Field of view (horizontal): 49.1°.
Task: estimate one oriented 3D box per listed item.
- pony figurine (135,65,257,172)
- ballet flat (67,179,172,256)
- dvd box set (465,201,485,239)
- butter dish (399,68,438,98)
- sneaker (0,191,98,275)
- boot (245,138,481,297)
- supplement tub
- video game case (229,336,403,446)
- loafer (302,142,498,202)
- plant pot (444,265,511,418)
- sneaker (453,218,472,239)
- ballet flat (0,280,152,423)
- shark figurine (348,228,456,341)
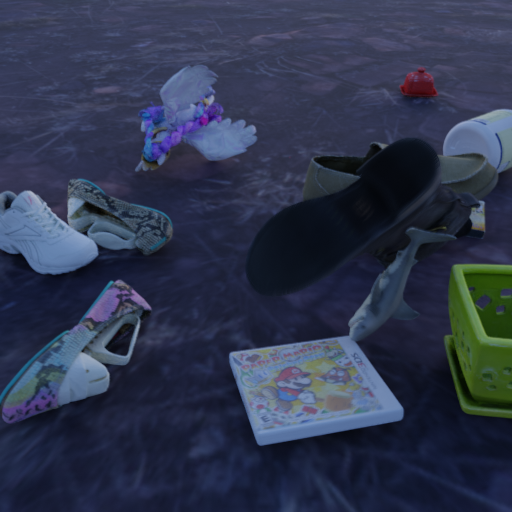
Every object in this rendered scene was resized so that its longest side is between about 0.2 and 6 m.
[{"bbox_3d":[-1.540,-3.009,12.396,2.556,2.205,2.648,-28,33,17],"label":"pony figurine"},{"bbox_3d":[-2.591,-0.636,9.535,2.519,0.854,0.948,23,53,27],"label":"ballet flat"},{"bbox_3d":[3.693,-0.728,10.179,0.861,0.173,1.177,10,34,15],"label":"dvd box set"},{"bbox_3d":[4.792,-5.121,16.407,1.036,0.768,1.039,3,33,6],"label":"butter dish"},{"bbox_3d":[-3.463,-0.443,8.886,2.198,1.092,0.856,17,37,24],"label":"sneaker"},{"bbox_3d":[1.605,-0.181,7.699,3.031,2.639,1.049,-32,64,16],"label":"boot"},{"bbox_3d":[4.893,-2.331,11.651,1.719,1.246,1.246,-23,39,-31],"label":"supplement tub"},{"bbox_3d":[0.629,1.491,6.522,1.637,0.187,1.490,-6,26,-13],"label":"video game case"},{"bbox_3d":[2.418,-1.359,9.734,3.404,1.148,1.294,-9,31,9],"label":"loafer"},{"bbox_3d":[2.960,1.039,6.405,1.439,1.312,1.446,4,33,4],"label":"plant pot"},{"bbox_3d":[2.661,-0.271,9.195,1.801,0.682,0.789,-3,46,4],"label":"sneaker"},{"bbox_3d":[-2.000,1.169,6.809,0.851,0.827,2.393,27,37,6],"label":"ballet flat"},{"bbox_3d":[1.921,0.450,7.406,0.740,1.774,1.060,34,3,13],"label":"shark figurine"}]
